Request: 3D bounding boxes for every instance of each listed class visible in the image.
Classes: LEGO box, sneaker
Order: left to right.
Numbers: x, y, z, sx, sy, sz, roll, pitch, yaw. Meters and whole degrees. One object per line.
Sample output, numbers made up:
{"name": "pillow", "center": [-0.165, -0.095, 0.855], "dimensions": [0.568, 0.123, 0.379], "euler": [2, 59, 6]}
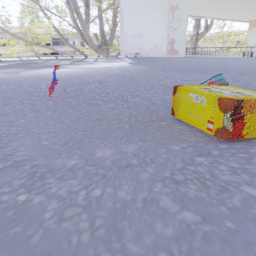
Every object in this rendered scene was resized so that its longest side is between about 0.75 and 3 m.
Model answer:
{"name": "sneaker", "center": [2.944, -1.322, 10.580], "dimensions": [1.724, 0.824, 0.684], "euler": [-30, -5, 31]}
{"name": "LEGO box", "center": [2.627, -0.554, 7.767], "dimensions": [1.886, 0.977, 2.532], "euler": [-3, 17, -19]}

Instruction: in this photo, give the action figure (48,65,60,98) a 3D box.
{"name": "action figure", "center": [-3.016, -1.878, 11.432], "dimensions": [0.350, 1.355, 0.443], "euler": [16, -14, -15]}
